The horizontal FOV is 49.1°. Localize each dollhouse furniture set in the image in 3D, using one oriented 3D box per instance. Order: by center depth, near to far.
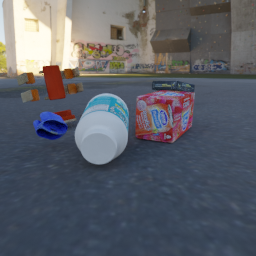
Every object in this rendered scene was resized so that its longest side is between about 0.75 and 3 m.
[{"bbox_3d":[-2.235,-1.053,8.788,1.864,1.843,0.960,-17,8,-40],"label":"dollhouse furniture set"}]

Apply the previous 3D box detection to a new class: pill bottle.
[{"bbox_3d":[-0.510,0.010,5.847,1.037,1.037,1.872,0,24,1],"label":"pill bottle"}]

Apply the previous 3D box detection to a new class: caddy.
[{"bbox_3d":[-1.778,-0.017,6.471,0.801,0.566,0.420,25,25,-54],"label":"caddy"}]

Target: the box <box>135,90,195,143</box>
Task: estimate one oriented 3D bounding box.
[{"bbox_3d":[1.123,-0.421,7.991,1.076,1.124,2.255,8,14,24],"label":"box"}]

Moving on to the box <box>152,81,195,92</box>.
[{"bbox_3d":[2.185,-1.959,13.396,1.363,0.441,1.729,7,6,41],"label":"box"}]
